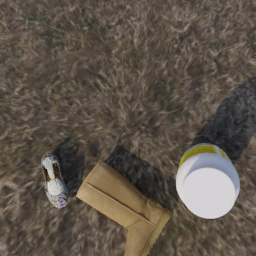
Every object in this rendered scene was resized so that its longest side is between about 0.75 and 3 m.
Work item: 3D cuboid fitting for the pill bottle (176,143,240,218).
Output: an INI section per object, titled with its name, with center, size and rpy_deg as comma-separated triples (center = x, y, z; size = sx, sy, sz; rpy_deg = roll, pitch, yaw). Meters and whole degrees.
[pill bottle]
center = 1.921, 1.223, 6.882
size = 1.417, 2.521, 1.417
rpy_deg = 1, 95, 14

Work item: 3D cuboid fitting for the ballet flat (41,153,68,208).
[ballet flat]
center = -2.126, 1.431, 7.904
size = 0.598, 0.598, 1.662
rpy_deg = -19, 63, -7

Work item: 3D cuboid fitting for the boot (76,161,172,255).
[boot]
center = -0.357, 2.403, 7.524
size = 2.461, 0.814, 2.155
rpy_deg = 31, 64, 14
